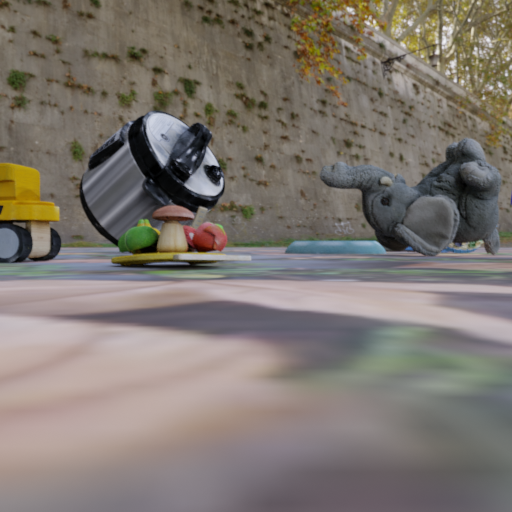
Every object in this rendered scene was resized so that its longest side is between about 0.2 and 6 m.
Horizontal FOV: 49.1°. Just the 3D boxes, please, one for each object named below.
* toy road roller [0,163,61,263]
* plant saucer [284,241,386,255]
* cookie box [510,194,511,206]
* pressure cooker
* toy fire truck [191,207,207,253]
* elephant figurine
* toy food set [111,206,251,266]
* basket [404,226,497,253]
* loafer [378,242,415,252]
[{"bbox_3d":[-3.154,-0.498,6.701,1.579,1.153,0.970,0,1,7],"label":"toy road roller"},{"bbox_3d":[1.875,-0.197,13.365,2.409,0.330,2.409,0,2,0],"label":"plant saucer"},{"bbox_3d":[4.421,-0.838,7.080,1.695,0.637,1.450,11,-5,-21],"label":"cookie box"},{"bbox_3d":[-2.422,-1.998,14.266,3.349,2.945,2.991,-35,-25,28],"label":"pressure cooker"},{"bbox_3d":[-1.229,-0.589,12.758,1.011,0.739,1.149,-4,-14,-31],"label":"toy fire truck"},{"bbox_3d":[2.906,-0.851,10.440,2.850,2.211,2.016,-23,-30,-4],"label":"elephant figurine"},{"bbox_3d":[-0.747,-0.176,5.164,0.907,0.504,1.542,1,-3,-38],"label":"toy food set"},{"bbox_3d":[4.939,-0.649,14.365,1.728,1.363,1.960,1,-25,-27],"label":"basket"},{"bbox_3d":[4.705,-0.497,17.040,2.198,0.766,0.827,1,1,36],"label":"loafer"}]
